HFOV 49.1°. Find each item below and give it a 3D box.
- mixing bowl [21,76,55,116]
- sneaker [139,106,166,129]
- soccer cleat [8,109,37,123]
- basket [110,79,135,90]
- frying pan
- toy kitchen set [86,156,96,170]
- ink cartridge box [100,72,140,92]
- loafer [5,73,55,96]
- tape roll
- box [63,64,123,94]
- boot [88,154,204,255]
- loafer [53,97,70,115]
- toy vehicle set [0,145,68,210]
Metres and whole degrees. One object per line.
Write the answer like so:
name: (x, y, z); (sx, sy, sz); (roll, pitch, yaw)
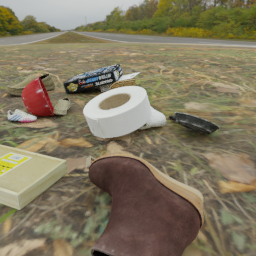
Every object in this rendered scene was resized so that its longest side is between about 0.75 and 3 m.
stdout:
mixing bowl: (-3.727, -1.151, 11.421); (0.914, 1.688, 1.688); (-21, 25, -7)
sneaker: (0.424, -0.500, 10.688); (1.092, 0.696, 1.890); (-11, 25, -34)
soccer cleat: (-4.147, -0.480, 10.913); (1.132, 0.489, 0.395); (1, 21, 2)
basket: (-0.311, -2.086, 14.421); (1.261, 0.939, 0.900); (-16, 26, -33)
frying pan: (1.957, -0.257, 9.880); (1.562, 0.420, 2.582); (24, -6, -42)
toy kitchen set: (-0.500, 0.952, 6.702); (0.760, 0.686, 0.620); (-33, 40, 25)
ink cartridge box: (-0.407, -2.587, 15.689); (1.965, 0.561, 1.597); (-3, 22, 22)
loafer: (-5.304, -2.396, 15.198); (1.059, 0.939, 2.786); (18, 27, 38)
tape roll: (-0.370, -0.609, 9.885); (2.335, 0.817, 2.335); (-14, 29, 8)
box: (-1.879, -2.759, 15.579); (2.874, 0.661, 2.285); (-12, 20, 12)
boot: (-0.056, 1.460, 5.210); (2.762, 0.999, 2.298); (14, 23, 24)
loafer: (-2.836, -0.945, 12.009); (0.565, 0.510, 1.494); (6, 21, -2)
toy vehicle set: (-3.160, 1.071, 7.087); (2.757, 0.365, 1.713); (10, 23, 23)
